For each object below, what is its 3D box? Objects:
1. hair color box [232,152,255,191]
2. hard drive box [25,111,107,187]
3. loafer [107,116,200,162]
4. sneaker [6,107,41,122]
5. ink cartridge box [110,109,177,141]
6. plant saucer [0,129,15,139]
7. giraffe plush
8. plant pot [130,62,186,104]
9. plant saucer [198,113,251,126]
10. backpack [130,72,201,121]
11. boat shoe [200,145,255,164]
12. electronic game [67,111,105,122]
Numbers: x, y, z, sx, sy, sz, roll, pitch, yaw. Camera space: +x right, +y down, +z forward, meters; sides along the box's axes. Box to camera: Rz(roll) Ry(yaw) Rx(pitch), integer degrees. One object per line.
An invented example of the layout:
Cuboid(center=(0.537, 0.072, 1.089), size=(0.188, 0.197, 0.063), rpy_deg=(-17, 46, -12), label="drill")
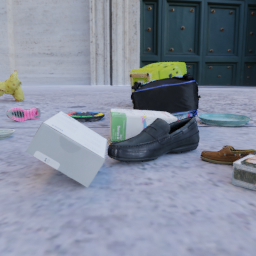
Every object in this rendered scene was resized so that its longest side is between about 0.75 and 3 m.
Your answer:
Cuboid(center=(2.709, 0.790, 5.425), size=(1.492, 0.452, 0.739), rpy_deg=(-11, 16, -43), label="hair color box")
Cuboid(center=(-1.119, 0.334, 5.648), size=(1.283, 0.632, 1.647), rpy_deg=(32, 7, -7), label="hard drive box")
Cuboid(center=(0.691, 0.225, 6.939), size=(2.706, 0.950, 0.919), rpy_deg=(-9, 13, -32), label="loafer")
Cuboid(center=(-4.700, -0.600, 12.407), size=(0.772, 0.640, 1.619), rpy_deg=(0, 1, 35), label="sneaker")
Cuboid(center=(0.412, -0.078, 8.669), size=(1.925, 0.842, 1.399), rpy_deg=(1, 11, -5), label="ink cartridge box")
Cuboid(center=(-4.104, 0.206, 9.041), size=(0.853, 0.214, 0.853), rpy_deg=(0, 11, 0), label="plant saucer")
Cuboid(center=(-8.823, -2.839, 20.105), size=(2.156, 2.294, 2.659), rpy_deg=(-18, 1, -23), label="giraffe plush")
Cuboid(center=(1.661, -2.406, 16.425), size=(2.431, 2.679, 2.665), rpy_deg=(-15, 18, -33), label="plant pot")
Cuboid(center=(4.004, -0.348, 11.716), size=(2.079, 0.285, 2.079), rpy_deg=(0, 10, 0), label="plant saucer")
Cuboid(center=(1.579, -1.087, 10.913), size=(2.467, 1.818, 2.702), rpy_deg=(-8, 8, 17), label="backpack")
Cuboid(center=(2.312, 0.599, 6.441), size=(1.282, 0.436, 0.461), rpy_deg=(7, 13, 30), label="boat shoe")
Cuboid(center=(-1.928, -0.564, 12.580), size=(1.761, 0.366, 1.761), rpy_deg=(0, 11, 0), label="electronic game")
